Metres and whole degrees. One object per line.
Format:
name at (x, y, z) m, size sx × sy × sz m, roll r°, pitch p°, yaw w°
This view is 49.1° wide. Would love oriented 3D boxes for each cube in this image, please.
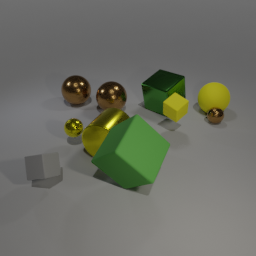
cube at (1.841, -0.791, 10.822) m, size 0.700 × 0.700 × 0.700 m, roll -39°, pitch 58°, yaw -22°
cube at (1.634, -1.594, 12.657) m, size 1.400 × 1.400 × 1.400 m, roll 25°, pitch 53°, yaw 36°
cube at (0.085, 0.721, 8.069) m, size 1.400 × 1.400 × 1.400 m, roll -26°, pitch 28°, yaw 52°
cube at (-2.503, 1.123, 8.250) m, size 0.700 × 0.700 × 0.700 m, roll -10°, pitch -4°, yaw 25°

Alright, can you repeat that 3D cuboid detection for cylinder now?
cylinder at (-0.689, 0.189, 9.855) m, size 1.400 × 1.400 × 1.400 m, roll 11°, pitch 32°, yaw 19°

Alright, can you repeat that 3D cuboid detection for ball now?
ball at (-0.738, -1.398, 12.601) m, size 1.400 × 1.400 × 1.400 m, roll 0°, pitch 30°, yaw 0°
ball at (-1.962, -0.005, 10.131) m, size 0.700 × 0.700 × 0.700 m, roll 0°, pitch 30°, yaw 0°
ball at (-2.449, -1.798, 13.289) m, size 1.400 × 1.400 × 1.400 m, roll 0°, pitch 30°, yaw 0°
ball at (3.695, -0.536, 11.823) m, size 0.700 × 0.700 × 0.700 m, roll 0°, pitch 30°, yaw 0°
ball at (3.831, -1.333, 12.521) m, size 1.400 × 1.400 × 1.400 m, roll 0°, pitch 30°, yaw 0°
